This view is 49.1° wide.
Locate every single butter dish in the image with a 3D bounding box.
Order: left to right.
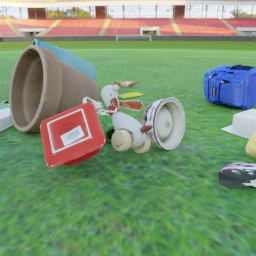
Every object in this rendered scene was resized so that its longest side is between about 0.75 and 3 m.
[{"bbox_3d":[-1.274,0.336,7.033,1.499,1.108,1.495,-23,53,0],"label":"butter dish"}]

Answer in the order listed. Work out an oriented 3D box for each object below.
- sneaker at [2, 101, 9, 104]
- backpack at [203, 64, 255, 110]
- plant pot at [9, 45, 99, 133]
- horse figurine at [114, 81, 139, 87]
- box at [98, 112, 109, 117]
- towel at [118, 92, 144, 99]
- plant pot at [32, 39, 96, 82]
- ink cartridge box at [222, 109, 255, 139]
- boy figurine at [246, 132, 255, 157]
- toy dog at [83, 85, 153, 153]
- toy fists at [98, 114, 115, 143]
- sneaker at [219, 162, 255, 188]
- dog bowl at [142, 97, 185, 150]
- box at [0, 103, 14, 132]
[{"bbox_3d":[-5.634,-0.953,12.175,0.514,0.337,0.890,1,20,12],"label":"sneaker"},{"bbox_3d":[4.493,-1.924,12.643,1.908,1.848,2.274,-18,27,-36],"label":"backpack"},{"bbox_3d":[-2.453,-1.167,9.907,2.495,2.861,2.861,8,10,-42],"label":"plant pot"},{"bbox_3d":[-0.136,-2.695,16.987,1.396,0.348,0.925,-7,21,-19],"label":"horse figurine"},{"bbox_3d":[-1.123,-0.170,9.640,0.894,0.556,0.436,-9,22,-25],"label":"box"},{"bbox_3d":[0.126,-1.671,14.516,1.374,0.124,0.591,-14,29,-37],"label":"towel"},{"bbox_3d":[-2.917,-2.111,12.232,2.668,2.839,2.839,8,15,-26],"label":"plant pot"},{"bbox_3d":[4.279,-0.086,9.202,1.180,0.695,2.049,-14,24,-34],"label":"ink cartridge box"},{"bbox_3d":[4.332,0.548,7.464,2.206,0.711,1.371,9,24,17],"label":"boy figurine"},{"bbox_3d":[-0.031,-0.359,7.663,1.084,2.252,1.485,-39,-7,31],"label":"toy dog"},{"bbox_3d":[-1.022,0.024,8.872,2.123,0.730,1.082,-8,21,-18],"label":"toy fists"},{"bbox_3d":[2.891,1.007,6.277,1.590,0.639,0.687,9,20,19],"label":"sneaker"},{"bbox_3d":[1.036,-0.141,8.244,0.573,1.553,1.553,3,17,43],"label":"dog bowl"},{"bbox_3d":[-5.106,-0.326,10.177,1.923,0.484,2.665,6,20,16],"label":"box"}]
